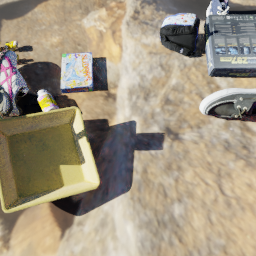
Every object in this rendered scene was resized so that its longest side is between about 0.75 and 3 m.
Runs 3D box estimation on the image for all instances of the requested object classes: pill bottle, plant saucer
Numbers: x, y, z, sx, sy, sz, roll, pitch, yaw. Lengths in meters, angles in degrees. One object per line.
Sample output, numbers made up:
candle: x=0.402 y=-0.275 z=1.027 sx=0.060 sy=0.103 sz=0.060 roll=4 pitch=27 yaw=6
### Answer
pill bottle: x=-2.579 y=-0.800 z=8.950 sx=0.473 sy=0.473 sz=0.908 roll=-28 pitch=63 yaw=-15
plant saucer: x=-2.229 y=0.790 z=7.560 sx=2.437 sy=0.590 sz=2.436 roll=-12 pitch=72 yaw=-19

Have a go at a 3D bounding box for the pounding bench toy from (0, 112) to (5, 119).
pounding bench toy: x=-4.683 y=0.001 z=7.187 sx=2.100 sy=2.693 sz=1.673 roll=-4 pitch=60 yaw=-3

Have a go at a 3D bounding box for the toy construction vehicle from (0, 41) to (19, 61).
toy construction vehicle: x=-4.587 y=-2.742 z=10.193 sx=1.212 sy=0.427 sz=1.055 roll=-10 pitch=49 yaw=-9

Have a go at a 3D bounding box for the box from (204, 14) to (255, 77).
box: x=4.145 y=-2.892 z=9.822 sx=2.723 sy=0.695 sz=2.147 roll=-1 pitch=72 yaw=0

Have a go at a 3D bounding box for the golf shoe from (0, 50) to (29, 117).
golf shoe: x=-3.857 y=-1.450 z=9.200 sx=1.184 sy=0.934 sz=2.572 roll=11 pitch=58 yaw=-23

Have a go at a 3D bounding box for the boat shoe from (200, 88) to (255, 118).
boat shoe: x=3.559 y=-0.697 z=8.581 sx=2.649 sy=0.909 sz=0.750 roll=-8 pitch=46 yaw=-8

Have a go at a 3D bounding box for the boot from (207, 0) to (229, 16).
boot: x=3.491 y=-4.164 z=10.622 sx=0.784 sy=0.973 sz=2.155 roll=-5 pitch=62 yaw=-4

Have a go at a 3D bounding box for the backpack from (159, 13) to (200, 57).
backpack: x=1.843 y=-3.451 z=10.064 sx=1.362 sy=1.430 sz=1.101 roll=7 pitch=54 yaw=11

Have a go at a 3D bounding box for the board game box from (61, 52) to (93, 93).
board game box: x=-1.755 y=-1.944 z=9.739 sx=1.074 sy=0.273 sz=1.587 roll=-5 pitch=60 yaw=-3
